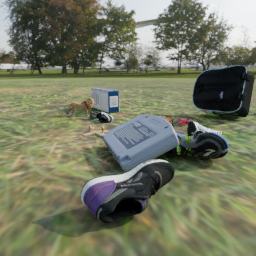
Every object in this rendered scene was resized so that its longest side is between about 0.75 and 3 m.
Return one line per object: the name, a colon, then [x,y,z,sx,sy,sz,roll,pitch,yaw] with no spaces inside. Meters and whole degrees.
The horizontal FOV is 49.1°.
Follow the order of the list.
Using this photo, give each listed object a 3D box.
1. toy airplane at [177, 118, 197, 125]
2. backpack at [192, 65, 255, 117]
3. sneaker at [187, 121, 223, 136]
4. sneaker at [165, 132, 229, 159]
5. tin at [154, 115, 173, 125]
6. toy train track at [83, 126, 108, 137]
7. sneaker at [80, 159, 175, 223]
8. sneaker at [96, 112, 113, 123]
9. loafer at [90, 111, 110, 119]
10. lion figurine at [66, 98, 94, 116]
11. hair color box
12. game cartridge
toy airplane: [2.240,-0.243,10.918,0.857,0.158,0.857,1,14,0]
backpack: [4.140,-1.532,12.262,2.441,2.167,1.838,5,-9,40]
sneaker: [2.351,0.194,8.479,0.802,0.526,1.395,6,19,-13]
sneaker: [1.435,0.481,6.795,1.950,0.691,0.808,4,23,34]
tin: [1.109,-0.202,10.376,0.965,0.361,1.723,9,15,19]
toy train track: [-0.829,0.131,9.024,0.946,0.268,1.650,-10,16,-36]
sneaker: [0.178,1.053,4.455,1.710,0.647,0.749,-15,29,-29]
sneaker: [-1.085,-0.430,11.336,0.916,0.335,0.512,12,17,39]
loafer: [-1.193,-0.589,12.076,1.018,0.320,0.366,-11,16,-39]
lion figurine: [-2.145,-0.958,12.577,1.285,0.787,0.466,-1,10,-16]
hair color box: [-1.184,-1.449,14.206,0.639,1.056,2.112,-7,15,-29]
game cartridge: [0.276,0.251,6.898,1.534,0.479,2.304,-23,17,-9]
